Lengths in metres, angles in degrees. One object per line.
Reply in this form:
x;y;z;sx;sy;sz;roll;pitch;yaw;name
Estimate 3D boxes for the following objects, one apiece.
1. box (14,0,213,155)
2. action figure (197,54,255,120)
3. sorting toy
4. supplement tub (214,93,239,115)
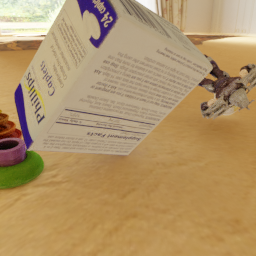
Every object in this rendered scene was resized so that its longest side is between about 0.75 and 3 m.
-0.342;-0.896;5.417;2.610;2.837;1.489;9;42;-46;box
2.563;-1.212;7.719;1.872;0.998;2.876;-34;33;8;action figure
-2.962;0.261;6.163;1.597;1.091;2.658;-16;28;-34;sorting toy
3.007;-0.854;8.487;0.762;0.762;1.056;9;-14;20;supplement tub
